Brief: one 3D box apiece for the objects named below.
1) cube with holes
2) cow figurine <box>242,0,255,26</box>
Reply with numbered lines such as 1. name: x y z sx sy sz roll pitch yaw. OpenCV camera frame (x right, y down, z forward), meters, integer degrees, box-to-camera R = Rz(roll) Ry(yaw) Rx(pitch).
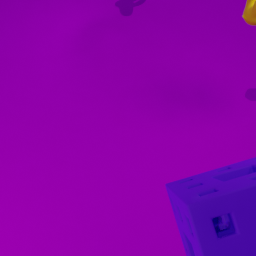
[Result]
1. cube with holes: 1.303 1.100 2.742 1.379 1.379 1.379 -16 85 -1
2. cow figurine: 2.409 -1.889 4.780 1.002 0.986 0.550 -10 58 -2
